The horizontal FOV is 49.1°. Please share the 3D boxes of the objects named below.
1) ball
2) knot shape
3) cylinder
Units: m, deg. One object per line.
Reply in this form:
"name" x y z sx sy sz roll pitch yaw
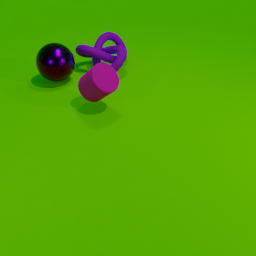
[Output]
"ball" -2.396 -2.170 9.279 1.264 1.264 1.264 0 36 0
"knot shape" -0.775 -2.604 10.090 1.986 0.918 1.858 -16 50 -19
"cylinder" -0.824 -1.252 7.801 0.864 0.864 0.864 -35 8 -38
